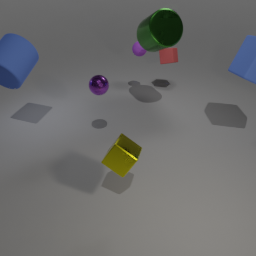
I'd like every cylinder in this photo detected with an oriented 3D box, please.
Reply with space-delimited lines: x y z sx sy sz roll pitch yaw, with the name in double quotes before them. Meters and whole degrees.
"cylinder" -4.111 -2.339 9.895 1.400 1.400 1.400 11 60 17
"cylinder" 1.216 -3.778 10.968 1.400 1.400 1.400 -11 10 -17

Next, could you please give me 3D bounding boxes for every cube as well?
"cube" -0.150 0.703 7.275 0.700 0.700 0.700 36 26 -3
"cube" 4.660 -2.245 9.743 1.400 1.400 1.400 21 20 -12
"cube" 2.007 -3.541 13.771 0.700 0.700 0.700 0 14 30

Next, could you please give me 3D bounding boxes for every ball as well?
"ball" 0.550 -3.760 13.302 0.700 0.700 0.700 0 32 0
"ball" -1.003 -1.474 9.637 0.700 0.700 0.700 0 32 0
